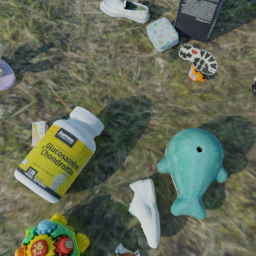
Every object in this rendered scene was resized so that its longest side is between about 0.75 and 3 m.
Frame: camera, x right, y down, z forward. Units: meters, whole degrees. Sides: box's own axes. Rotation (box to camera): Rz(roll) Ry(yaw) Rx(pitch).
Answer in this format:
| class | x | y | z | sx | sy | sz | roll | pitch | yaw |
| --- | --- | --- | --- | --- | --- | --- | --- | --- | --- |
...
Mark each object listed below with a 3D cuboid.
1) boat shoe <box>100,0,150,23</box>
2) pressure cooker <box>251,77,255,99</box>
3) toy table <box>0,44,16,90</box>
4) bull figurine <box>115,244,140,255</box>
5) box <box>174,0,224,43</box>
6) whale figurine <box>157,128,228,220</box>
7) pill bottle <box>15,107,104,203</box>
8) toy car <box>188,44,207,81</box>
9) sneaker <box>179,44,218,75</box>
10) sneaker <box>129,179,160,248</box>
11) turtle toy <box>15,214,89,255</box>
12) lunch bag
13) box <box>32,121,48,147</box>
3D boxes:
| class | x | y | z | sx | sy | sz | roll | pitch | yaw |
| --- | --- | --- | --- | --- | --- | --- | --- | --- | --- |
| boat shoe | -0.120 | -5.216 | 12.001 | 2.239 | 0.748 | 0.824 | 16 | 70 | 6 |
| pressure cooker | 5.467 | -1.350 | 9.971 | 1.883 | 1.682 | 1.656 | -38 | 29 | -11 |
| toy table | -5.306 | -2.333 | 10.711 | 1.879 | 1.101 | 1.728 | 24 | 71 | 8 |
| bull figurine | 0.060 | 4.124 | 8.593 | 0.724 | 0.389 | 1.193 | -15 | 70 | -6 |
| box | 3.021 | -5.318 | 11.052 | 1.602 | 2.578 | 2.599 | 20 | 70 | 8 |
| whale figurine | 2.116 | 1.384 | 9.045 | 2.323 | 1.515 | 2.920 | 10 | 71 | 4 |
| pill bottle | -2.122 | 0.792 | 9.200 | 1.663 | 1.663 | 2.970 | 31 | 72 | 11 |
| toy car | 2.599 | -2.525 | 11.246 | 0.571 | 0.842 | 1.717 | -37 | 45 | 32 |
| sneaker | 2.059 | -1.951 | 7.883 | 1.350 | 0.563 | 0.544 | 51 | 121 | 38 |
| sneaker | 0.491 | 2.753 | 9.022 | 0.941 | 0.800 | 2.126 | -11 | 62 | 8 |
| turtle toy | -2.103 | 3.743 | 8.061 | 2.658 | 1.344 | 1.937 | 31 | 72 | 23 |
| lunch bag | 1.459 | -3.834 | 11.539 | 1.053 | 0.506 | 1.313 | -27 | 72 | -1 |
| box | -3.132 | 0.257 | 10.034 | 0.436 | 0.484 | 0.860 | -6 | 70 | -2 |
